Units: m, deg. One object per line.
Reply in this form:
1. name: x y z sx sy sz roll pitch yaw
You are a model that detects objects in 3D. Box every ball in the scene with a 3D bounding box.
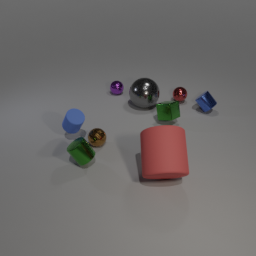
1. ball: 2.474 -1.614 13.348 0.700 0.700 0.700 0 32 0
2. ball: -1.150 0.348 10.439 0.700 0.700 0.700 0 32 0
3. ball: 0.753 -1.604 12.854 1.400 1.400 1.400 0 32 0
4. ball: -0.567 -2.048 14.183 0.700 0.700 0.700 0 32 0

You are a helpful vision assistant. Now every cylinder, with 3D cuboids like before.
1. cylinder: 3.498 -1.190 12.558 0.700 0.700 0.700 51 43 -4
2. cylinder: -1.561 0.778 9.350 0.700 0.700 0.700 -29 24 14
3. cylinder: 1.100 0.779 8.576 1.400 1.400 1.400 -1 73 -2
4. cylinder: -2.030 -0.253 10.404 0.700 0.700 0.700 14 54 -20

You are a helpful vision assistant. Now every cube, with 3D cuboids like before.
1. cube: 1.678 -0.730 11.662 0.700 0.700 0.700 3 17 41
